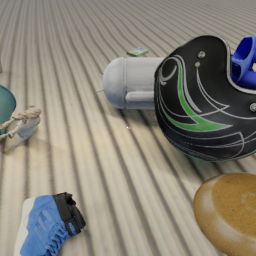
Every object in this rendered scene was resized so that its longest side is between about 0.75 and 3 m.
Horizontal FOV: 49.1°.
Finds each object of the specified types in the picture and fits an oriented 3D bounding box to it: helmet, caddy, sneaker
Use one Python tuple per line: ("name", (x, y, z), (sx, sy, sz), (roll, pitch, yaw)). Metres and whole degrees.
("helmet", (2.037, -0.515, 6.513), (2.799, 2.799, 2.668), (-14, 72, -19))
("caddy", (2.558, -1.358, 6.061), (0.854, 1.149, 1.626), (19, 18, 4))
("sneaker", (-1.287, 1.893, 4.906), (1.085, 0.749, 1.951), (-14, 31, -5))

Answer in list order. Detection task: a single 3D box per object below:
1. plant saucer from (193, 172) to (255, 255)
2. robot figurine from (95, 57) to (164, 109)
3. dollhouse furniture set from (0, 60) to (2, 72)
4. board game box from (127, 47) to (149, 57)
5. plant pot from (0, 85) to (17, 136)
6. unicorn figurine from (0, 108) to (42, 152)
("plant saucer", (2.469, 1.601, 5.606), (2.259, 0.400, 2.259), (0, 36, 0))
("robot figurine", (0.422, -1.366, 8.641), (2.781, 1.571, 2.359), (1, 29, 0))
("dollhouse furniture set", (-5.674, -2.552, 9.991), (1.298, 1.878, 1.989), (1, 25, 2))
("board game box", (0.449, -3.449, 12.683), (0.599, 0.130, 0.891), (28, 45, 32))
("plant pot", (-3.803, -0.308, 7.547), (1.361, 1.361, 1.333), (-6, 45, -8))
("unicorn figurine", (-2.749, -0.021, 7.313), (1.930, 0.713, 1.325), (-18, 17, 45))
